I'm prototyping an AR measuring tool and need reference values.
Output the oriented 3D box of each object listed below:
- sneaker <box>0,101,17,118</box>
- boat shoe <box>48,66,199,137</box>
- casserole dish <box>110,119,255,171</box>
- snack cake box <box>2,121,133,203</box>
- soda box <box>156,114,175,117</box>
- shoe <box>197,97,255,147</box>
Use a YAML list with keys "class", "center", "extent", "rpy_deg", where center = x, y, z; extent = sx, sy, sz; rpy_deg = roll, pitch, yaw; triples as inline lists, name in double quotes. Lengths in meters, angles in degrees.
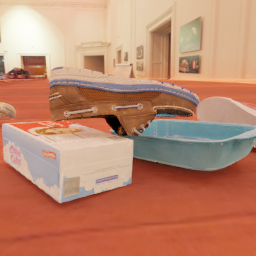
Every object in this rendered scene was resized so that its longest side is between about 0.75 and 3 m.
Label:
- class: "sneaker"
  center: [-3.714, -0.463, 7.767]
  extent: [0.577, 0.609, 1.482]
  rpy_deg: [1, -9, 19]
- class: "boat shoe"
  center: [-0.029, -0.290, 4.236]
  extent: [2.303, 0.833, 0.832]
  rpy_deg: [6, -5, -13]
- class: "casserole dish"
  center: [0.907, 0.228, 4.997]
  extent: [1.665, 0.533, 2.748]
  rpy_deg: [-12, 13, -42]
- class: "snack cake box"
  center: [-1.011, 0.366, 4.300]
  extent: [1.158, 0.677, 2.014]
  rpy_deg: [-7, 14, -40]
- class: "soda box"
  center: [0.385, -0.881, 9.868]
  extent: [2.658, 0.853, 0.902]
  rpy_deg: [1, 12, 3]
- class: "shoe"
  center: [2.750, -0.064, 5.904]
  extent: [1.132, 0.889, 2.489]
  rpy_deg: [-6, 21, -42]
